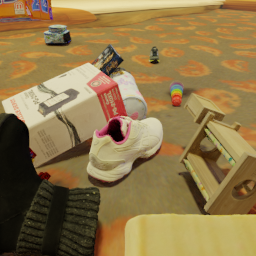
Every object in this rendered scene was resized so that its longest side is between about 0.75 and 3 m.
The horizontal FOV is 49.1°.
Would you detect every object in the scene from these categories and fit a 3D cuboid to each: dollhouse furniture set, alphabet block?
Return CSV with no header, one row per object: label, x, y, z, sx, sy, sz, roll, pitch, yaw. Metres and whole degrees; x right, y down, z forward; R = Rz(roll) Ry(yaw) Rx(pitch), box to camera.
dollhouse furniture set,2.293,0.678,5.824,2.173,1.366,2.457,18,25,-19
alphabet block,1.042,2.153,1.856,2.206,2.194,2.246,2,29,-1

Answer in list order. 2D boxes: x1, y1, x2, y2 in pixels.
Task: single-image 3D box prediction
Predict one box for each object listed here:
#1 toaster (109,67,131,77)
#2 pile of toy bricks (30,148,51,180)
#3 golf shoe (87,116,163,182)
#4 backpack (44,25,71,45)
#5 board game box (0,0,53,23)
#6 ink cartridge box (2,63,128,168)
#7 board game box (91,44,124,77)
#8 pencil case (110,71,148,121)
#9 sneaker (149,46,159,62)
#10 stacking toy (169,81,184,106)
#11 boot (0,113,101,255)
toaster,-0.353,-1.719,9.753,0.635,0.721,1.117,14,3,21
pile of toy bricks,-2.278,1.194,5.047,0.849,0.955,1.721,-11,34,44
golf shoe,0.085,0.173,6.319,0.956,1.162,2.539,17,32,28
backpack,-4.071,-5.334,15.990,1.393,1.024,1.275,-3,26,3
board game box,-1.645,-1.945,3.870,0.853,0.854,0.854,1,17,9
ink cartridge box,-1.578,-0.441,6.878,2.506,1.057,1.814,-29,38,-16
board game box,-1.051,-1.805,9.272,1.960,0.339,1.328,-45,30,12
pencil case,-0.072,-0.963,8.386,0.913,0.997,2.197,-38,31,12
sneaker,1.222,-3.468,13.208,0.503,0.552,1.363,-1,30,-1
stacking toy,1.623,-1.106,9.283,0.496,0.496,1.161,3,37,6
boot,-1.251,0.885,4.324,1.676,2.242,0.844,0,-3,2
